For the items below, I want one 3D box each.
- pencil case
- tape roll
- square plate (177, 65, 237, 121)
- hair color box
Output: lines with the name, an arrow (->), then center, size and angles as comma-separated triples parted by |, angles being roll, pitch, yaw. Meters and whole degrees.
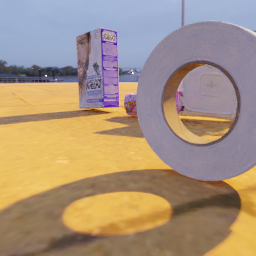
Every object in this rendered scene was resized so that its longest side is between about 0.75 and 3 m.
pencil case -> 0.840, -0.852, 9.503 | 2.032, 0.888, 0.888 | -1, 8, 37
tape roll -> 1.081, -0.350, 3.995 | 2.235, 2.235, 0.408 | 10, 14, 40
square plate -> 2.622, -1.393, 8.825 | 2.415, 2.393, 0.344 | 7, 23, 27
hair color box -> -1.230, -2.295, 11.287 | 0.972, 2.998, 1.639 | -4, 4, -44
